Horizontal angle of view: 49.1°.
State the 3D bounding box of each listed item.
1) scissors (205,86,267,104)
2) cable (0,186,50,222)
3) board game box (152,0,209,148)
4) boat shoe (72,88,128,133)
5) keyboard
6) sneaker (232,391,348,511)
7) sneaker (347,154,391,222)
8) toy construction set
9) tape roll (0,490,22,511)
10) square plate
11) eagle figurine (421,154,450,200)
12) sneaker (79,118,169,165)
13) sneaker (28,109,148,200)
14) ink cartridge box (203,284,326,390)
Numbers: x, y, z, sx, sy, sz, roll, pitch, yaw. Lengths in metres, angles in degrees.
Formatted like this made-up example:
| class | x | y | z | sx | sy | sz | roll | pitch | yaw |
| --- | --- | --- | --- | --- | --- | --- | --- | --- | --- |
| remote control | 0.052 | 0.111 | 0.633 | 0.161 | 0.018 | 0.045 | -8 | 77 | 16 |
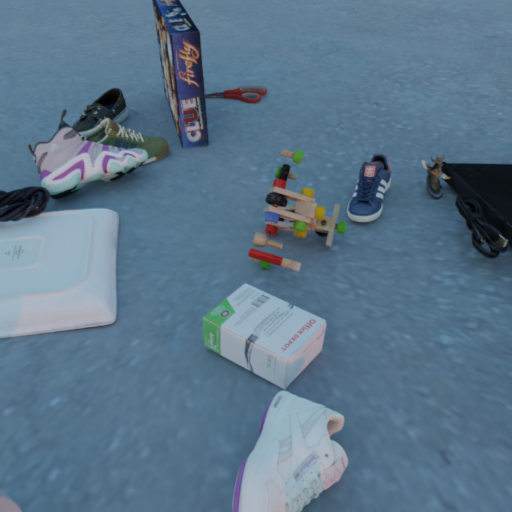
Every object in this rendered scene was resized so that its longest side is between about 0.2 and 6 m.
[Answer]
| class | x | y | z | sx | sy | sz | roll | pitch | yaw |
| --- | --- | --- | --- | --- | --- | --- | --- | --- | --- |
| scissors | -0.921 | -4.489 | 15.526 | 2.430 | 0.169 | 0.889 | 4 | 44 | 10 |
| cable | -4.433 | -0.891 | 9.692 | 1.840 | 0.467 | 1.501 | 11 | 21 | 44 |
| board game box | -1.857 | -4.547 | 13.501 | 0.653 | 2.557 | 3.775 | -10 | 36 | -10 |
| boat shoe | -3.817 | -3.320 | 13.385 | 0.840 | 0.693 | 2.446 | 7 | 36 | 10 |
| keyboard | 4.593 | -0.479 | 9.549 | 2.585 | 0.552 | 4.305 | -1 | 34 | -13 |
| sneaker | 0.373 | 2.164 | 5.591 | 0.978 | 0.735 | 1.963 | 11 | 37 | 15 |
| sneaker | 2.097 | -1.315 | 10.420 | 0.652 | 0.735 | 1.739 | 7 | 40 | 20 |
| toy construction set | 0.768 | -0.469 | 9.039 | 1.392 | 1.511 | 1.811 | 17 | 58 | 4 |
| tape roll | -2.663 | 2.473 | 4.330 | 0.543 | 1.645 | 1.645 | 21 | 40 | 32 |
| square plate | -3.732 | 0.121 | 8.759 | 3.038 | 0.436 | 3.067 | -6 | 36 | -9 |
| eagle figurine | 3.458 | -1.516 | 10.805 | 0.552 | 0.727 | 0.549 | -15 | 43 | -23 |
| sneaker | -2.930 | -2.421 | 11.845 | 2.230 | 1.001 | 0.748 | -16 | 38 | -22 |
| sneaker | -3.310 | -2.164 | 10.942 | 2.200 | 1.539 | 0.855 | -26 | 3 | -34 |
| ink cartridge box | 0.105 | 1.019 | 7.316 | 1.319 | 0.555 | 0.963 | 24 | 38 | 28 |
